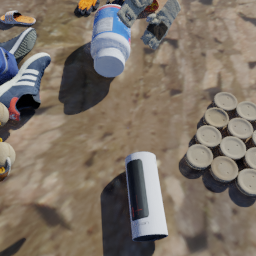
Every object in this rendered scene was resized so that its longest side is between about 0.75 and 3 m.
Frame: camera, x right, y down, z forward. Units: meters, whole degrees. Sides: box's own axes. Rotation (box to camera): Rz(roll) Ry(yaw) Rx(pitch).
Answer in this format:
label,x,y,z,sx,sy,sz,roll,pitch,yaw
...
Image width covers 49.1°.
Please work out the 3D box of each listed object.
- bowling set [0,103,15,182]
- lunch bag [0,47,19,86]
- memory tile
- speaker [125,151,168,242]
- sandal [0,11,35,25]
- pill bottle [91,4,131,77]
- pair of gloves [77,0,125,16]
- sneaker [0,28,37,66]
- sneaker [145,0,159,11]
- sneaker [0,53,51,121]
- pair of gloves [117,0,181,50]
label,x,y,z,sx,sy,sz,roll,pitch,yaw
bowling set,-2.606,0.136,4.953,1.560,2.022,2.905,-32,62,12
lunch bag,-4.006,-1.746,8.138,1.503,0.994,1.021,-27,75,11
memory tile,2.947,0.303,7.669,2.121,0.232,2.767,26,62,15
speaker,0.397,1.587,6.543,0.794,0.794,1.957,-4,59,-3
sandal,-4.083,-4.126,10.340,1.311,0.376,0.502,6,58,4
pill bottle,-0.542,-2.765,8.976,1.263,1.263,2.251,1,59,0
pair of gloves,-1.016,-4.791,10.857,1.751,0.217,1.560,16,59,9
sneaker,-4.045,-2.790,9.294,1.389,0.731,1.923,21,61,10
sneaker,0.455,-5.108,10.812,1.784,0.651,0.688,34,28,6
sneaker,-2.852,-1.195,8.303,1.054,0.935,2.494,31,60,0
pair of gloves,0.415,-2.224,5.356,0.226,1.287,1.094,31,92,46
